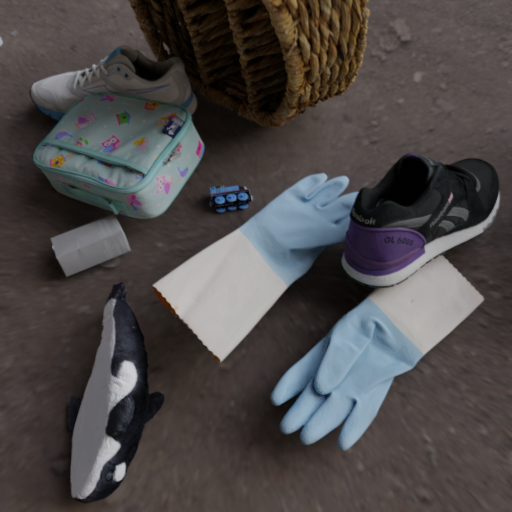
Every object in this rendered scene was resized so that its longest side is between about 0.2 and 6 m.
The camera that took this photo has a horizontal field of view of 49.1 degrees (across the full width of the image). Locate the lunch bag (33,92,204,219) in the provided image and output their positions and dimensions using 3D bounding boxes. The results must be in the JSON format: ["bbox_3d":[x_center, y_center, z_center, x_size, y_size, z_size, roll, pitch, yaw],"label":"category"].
[{"bbox_3d":[-2.141,-1.599,8.776,2.395,0.923,1.921,17,58,25],"label":"lunch bag"}]

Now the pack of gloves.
[{"bbox_3d":[0.935,0.632,7.805,3.675,0.725,3.087,-37,79,-28],"label":"pack of gloves"}]

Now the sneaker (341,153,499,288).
[{"bbox_3d":[2.554,-0.882,7.951,3.241,1.419,1.227,-34,47,-31],"label":"sneaker"}]

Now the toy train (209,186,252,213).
[{"bbox_3d":[-0.415,-0.941,8.975,0.690,0.299,0.394,-10,54,-6],"label":"toy train"}]

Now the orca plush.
[{"bbox_3d":[-1.696,1.748,7.255,1.395,0.942,2.651,-35,48,32],"label":"orca plush"}]

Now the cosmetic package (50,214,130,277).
[{"bbox_3d":[-2.471,-0.165,8.352,1.026,0.463,0.548,-24,43,-10],"label":"cosmetic package"}]

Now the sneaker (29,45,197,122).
[{"bbox_3d":[-2.515,-3.063,9.669,2.890,1.252,1.083,-2,57,0],"label":"sneaker"}]

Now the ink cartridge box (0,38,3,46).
[{"bbox_3d":[-5.406,-4.220,10.765,0.738,0.536,0.534,14,60,8],"label":"ink cartridge box"}]

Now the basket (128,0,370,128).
[{"bbox_3d":[-0.238,-3.570,8.298,2.981,4.001,2.856,-24,71,-2],"label":"basket"}]
